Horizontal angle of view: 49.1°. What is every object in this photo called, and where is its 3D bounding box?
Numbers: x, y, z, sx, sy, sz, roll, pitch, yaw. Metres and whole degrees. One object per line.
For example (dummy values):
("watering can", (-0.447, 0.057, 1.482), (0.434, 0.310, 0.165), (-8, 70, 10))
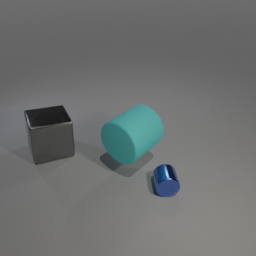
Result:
("cylinder", (0.136, 0.174, 8.558), (1.400, 1.400, 1.400), (23, 40, 33))
("cylinder", (1.131, 1.550, 8.306), (0.700, 0.700, 0.700), (-2, 31, -3))
("cube", (-2.758, 0.183, 9.832), (1.400, 1.400, 1.400), (-11, 32, -22))
